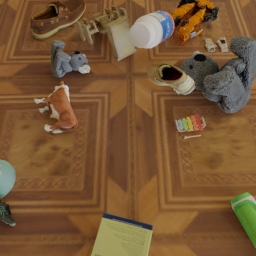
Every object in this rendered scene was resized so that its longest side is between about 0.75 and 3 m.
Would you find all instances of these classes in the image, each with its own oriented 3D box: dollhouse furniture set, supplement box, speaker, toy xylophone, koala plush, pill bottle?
[{"bbox_3d":[-0.734,-3.821,11.396,1.835,1.391,2.094,-32,43,-17],"label":"dollhouse furniture set"},{"bbox_3d":[-0.164,3.130,7.268,1.364,0.916,1.363,12,61,7],"label":"supplement box"},{"bbox_3d":[3.496,2.605,7.722,0.687,0.687,1.553,-19,62,-11],"label":"speaker"},{"bbox_3d":[2.129,-0.047,9.501,1.025,0.258,0.751,-14,61,-7],"label":"toy xylophone"},{"bbox_3d":[2.884,-1.795,9.760,2.526,2.321,2.240,23,70,37],"label":"koala plush"},{"bbox_3d":[0.818,-3.432,9.859,1.091,1.091,1.944,27,39,15],"label":"pill bottle"},{"bbox_3d":[-2.154,-2.509,10.597,1.356,1.246,1.202,-5,46,-28],"label":"koala plush"}]

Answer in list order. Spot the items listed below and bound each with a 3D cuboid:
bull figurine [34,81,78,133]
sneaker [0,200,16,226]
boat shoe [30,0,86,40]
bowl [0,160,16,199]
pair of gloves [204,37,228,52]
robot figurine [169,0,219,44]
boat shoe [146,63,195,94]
[{"bbox_3d":[-2.445,-0.706,9.658,1.241,0.666,2.044,-22,61,-10],"label":"bull figurine"},{"bbox_3d":[-3.563,2.381,8.010,1.067,0.402,0.423,32,63,17],"label":"sneaker"},{"bbox_3d":[-2.919,-4.857,11.896,1.009,0.946,2.802,39,67,20],"label":"boat shoe"},{"bbox_3d":[-4.173,1.439,8.375,1.373,0.718,1.373,0,59,0],"label":"bowl"},{"bbox_3d":[3.635,-3.444,11.537,0.903,0.158,0.768,1,60,1],"label":"pair of gloves"},{"bbox_3d":[2.661,-4.700,11.938,1.819,0.730,2.509,40,68,20],"label":"robot figurine"},{"bbox_3d":[1.138,-1.600,8.209,0.692,0.620,1.869,-53,43,-5],"label":"boat shoe"}]
